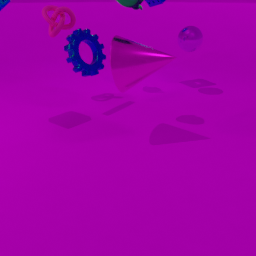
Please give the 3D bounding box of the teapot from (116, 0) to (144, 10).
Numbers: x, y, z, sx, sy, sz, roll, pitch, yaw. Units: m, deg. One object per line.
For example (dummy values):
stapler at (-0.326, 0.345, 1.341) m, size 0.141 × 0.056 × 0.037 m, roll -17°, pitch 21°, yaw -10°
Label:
teapot at (0.073, -3.311, 6.692) m, size 0.820 × 1.319 × 0.646 m, roll -1°, pitch 51°, yaw 26°

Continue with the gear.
gear at (-1.259, -2.255, 8.415) m, size 0.257 × 1.392 × 1.392 m, roll -4°, pitch 18°, yaw 43°

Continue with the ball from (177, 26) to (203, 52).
ball at (2.192, -3.139, 9.880) m, size 0.883 × 0.883 × 0.883 m, roll 0°, pitch 27°, yaw 0°

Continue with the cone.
cone at (0.449, -1.551, 6.504) m, size 1.352 × 1.347 × 1.347 m, roll -3°, pitch 25°, yaw 18°

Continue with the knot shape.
knot shape at (-2.253, -3.356, 8.890) m, size 1.077 × 1.008 × 0.498 m, roll 22°, pitch 4°, yaw 9°

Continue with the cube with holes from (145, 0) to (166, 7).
cube with holes at (1.030, -5.029, 9.859) m, size 0.954 × 0.954 × 0.954 m, roll -47°, pitch 27°, yaw -6°

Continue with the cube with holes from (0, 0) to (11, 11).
cube with holes at (-3.580, -3.177, 6.744) m, size 0.813 × 0.813 × 0.813 m, roll 16°, pitch 62°, yaw 31°
